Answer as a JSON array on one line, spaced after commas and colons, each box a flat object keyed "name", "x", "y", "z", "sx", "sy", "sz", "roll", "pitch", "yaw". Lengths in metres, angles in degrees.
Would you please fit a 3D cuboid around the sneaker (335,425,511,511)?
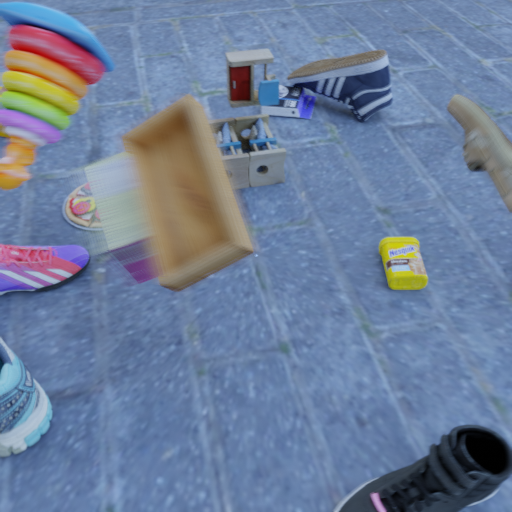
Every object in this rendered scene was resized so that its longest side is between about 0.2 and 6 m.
[{"name": "sneaker", "x": 1.967, "y": 2.726, "z": 6.664, "sx": 2.484, "sy": 1.232, "sz": 0.878, "roll": -17, "pitch": 48, "yaw": -15}]

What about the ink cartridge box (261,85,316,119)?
[{"name": "ink cartridge box", "x": 0.851, "y": -3.957, "z": 14.326, "sx": 1.273, "sy": 0.276, "sz": 1.261, "roll": 8, "pitch": 43, "yaw": 7}]

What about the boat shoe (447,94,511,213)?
[{"name": "boat shoe", "x": 3.618, "y": -1.670, "z": 8.883, "sx": 0.786, "sy": 0.712, "sz": 2.206, "roll": 19, "pitch": 38, "yaw": -52}]

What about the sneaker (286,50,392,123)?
[{"name": "sneaker", "x": 2.098, "y": -4.132, "z": 14.025, "sx": 2.773, "sy": 1.504, "sz": 0.972, "roll": 4, "pitch": 42, "yaw": 39}]

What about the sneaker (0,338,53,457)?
[{"name": "sneaker", "x": -4.223, "y": 1.267, "z": 7.997, "sx": 3.422, "sy": 1.477, "sz": 1.328, "roll": 28, "pitch": 50, "yaw": 26}]

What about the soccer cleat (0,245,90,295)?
[{"name": "soccer cleat", "x": -4.098, "y": 0.149, "z": 9.597, "sx": 2.400, "sy": 0.878, "sz": 0.818, "roll": -13, "pitch": 45, "yaw": -13}]

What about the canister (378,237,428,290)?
[{"name": "canister", "x": 2.615, "y": 0.137, "z": 9.962, "sx": 0.714, "sy": 0.416, "sz": 0.961, "roll": -1, "pitch": 45, "yaw": -1}]

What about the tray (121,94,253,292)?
[{"name": "tray", "x": -0.872, "y": -0.778, "z": 6.727, "sx": 1.076, "sy": 0.404, "sz": 2.182, "roll": -27, "pitch": 65, "yaw": 17}]

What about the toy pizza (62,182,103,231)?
[{"name": "toy pizza", "x": -3.085, "y": -1.119, "z": 11.366, "sx": 1.674, "sy": 0.265, "sz": 1.674, "roll": 0, "pitch": 44, "yaw": 0}]

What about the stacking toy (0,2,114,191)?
[{"name": "stacking toy", "x": -3.300, "y": -2.203, "z": 8.400, "sx": 1.519, "sy": 1.436, "sz": 2.617, "roll": 18, "pitch": 86, "yaw": 3}]

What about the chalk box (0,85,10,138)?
[{"name": "chalk box", "x": -5.376, "y": -3.665, "z": 13.443, "sx": 1.072, "sy": 1.067, "sz": 1.724, "roll": 12, "pitch": 46, "yaw": 12}]

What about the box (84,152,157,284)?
[{"name": "box", "x": -1.747, "y": -0.518, "z": 7.964, "sx": 0.676, "sy": 1.229, "sz": 1.398, "roll": -22, "pitch": 66, "yaw": -2}]

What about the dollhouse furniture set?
[{"name": "dollhouse furniture set", "x": -0.343, "y": -2.802, "z": 11.658, "sx": 1.602, "sy": 2.286, "sz": 1.611, "roll": -9, "pitch": 45, "yaw": -10}]
